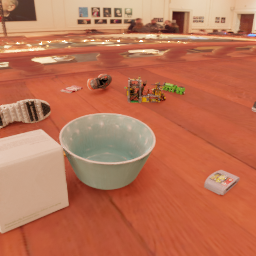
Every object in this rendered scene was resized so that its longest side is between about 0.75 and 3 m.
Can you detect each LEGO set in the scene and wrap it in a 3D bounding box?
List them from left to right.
[{"bbox_3d":[0.870,-2.218,14.963,2.350,1.362,1.807,4,25,9],"label":"LEGO set"}]

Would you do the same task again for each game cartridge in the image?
[{"bbox_3d":[2.672,1.539,8.066,1.008,0.206,0.671,-22,28,-40],"label":"game cartridge"}]

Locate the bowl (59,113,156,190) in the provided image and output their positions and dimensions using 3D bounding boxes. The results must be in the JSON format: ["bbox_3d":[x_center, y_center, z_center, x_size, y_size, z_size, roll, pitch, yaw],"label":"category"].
[{"bbox_3d":[-0.603,0.761,8.113,2.648,1.385,2.648,4,31,-2],"label":"bowl"}]

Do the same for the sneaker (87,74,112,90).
[{"bbox_3d":[-1.395,-2.666,16.304,0.919,0.865,2.245,-6,18,31],"label":"sneaker"}]

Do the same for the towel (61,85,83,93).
[{"bbox_3d":[-3.351,-2.325,16.727,0.807,0.127,1.120,13,28,29],"label":"towel"}]

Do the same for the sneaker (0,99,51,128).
[{"bbox_3d":[-4.833,-0.701,12.137,2.857,1.073,1.158,-12,18,-26],"label":"sneaker"}]

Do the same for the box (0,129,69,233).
[{"bbox_3d":[-2.582,1.194,6.912,1.729,1.738,1.489,-16,26,-33],"label":"box"}]

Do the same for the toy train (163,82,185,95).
[{"bbox_3d":[2.636,-2.321,16.307,0.338,0.457,1.620,-21,32,-39],"label":"toy train"}]

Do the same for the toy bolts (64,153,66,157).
[{"bbox_3d":[-1.892,0.641,9.607,0.779,0.541,0.745,16,29,32],"label":"toy bolts"}]

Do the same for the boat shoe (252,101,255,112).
[{"bbox_3d":[6.697,-1.244,13.771,1.706,0.565,0.596,-15,28,-30],"label":"boat shoe"}]
